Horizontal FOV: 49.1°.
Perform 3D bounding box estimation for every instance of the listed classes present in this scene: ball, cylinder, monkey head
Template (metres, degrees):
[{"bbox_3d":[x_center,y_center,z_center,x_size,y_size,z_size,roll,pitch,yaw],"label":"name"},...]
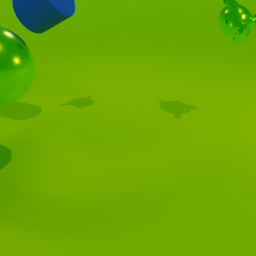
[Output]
[{"bbox_3d":[-2.280,-1.040,4.738,1.344,1.344,1.344,0,30,0],"label":"ball"},{"bbox_3d":[-1.906,-2.828,6.396,1.010,1.010,1.010,-15,21,30],"label":"cylinder"},{"bbox_3d":[2.761,-2.654,6.791,1.027,0.860,1.428,-22,54,28],"label":"monkey head"}]
